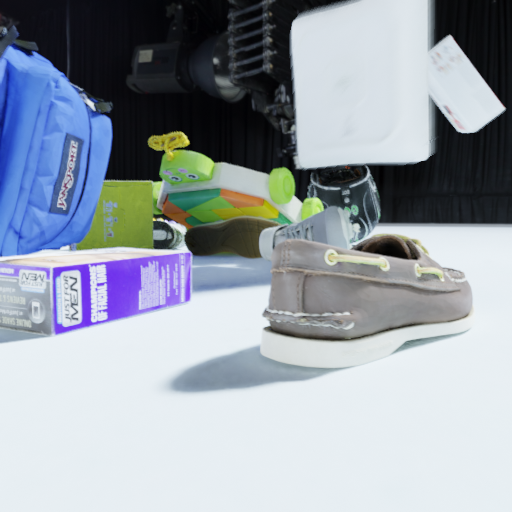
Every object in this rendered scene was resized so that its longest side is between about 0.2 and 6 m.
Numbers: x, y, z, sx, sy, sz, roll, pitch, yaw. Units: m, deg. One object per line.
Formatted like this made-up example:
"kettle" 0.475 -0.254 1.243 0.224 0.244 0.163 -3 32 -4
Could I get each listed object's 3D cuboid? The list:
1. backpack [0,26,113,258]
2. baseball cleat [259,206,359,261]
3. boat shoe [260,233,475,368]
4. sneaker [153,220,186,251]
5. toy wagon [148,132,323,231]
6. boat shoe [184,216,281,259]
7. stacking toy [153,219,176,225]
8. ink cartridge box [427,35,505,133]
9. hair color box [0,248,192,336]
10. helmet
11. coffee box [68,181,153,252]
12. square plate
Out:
"backpack" -4.303 -1.641 7.352 4.019 3.892 4.789 9 3 1
"baseball cleat" 0.778 -0.164 8.890 1.456 0.954 2.736 -7 -5 1
"boat shoe" 0.924 0.200 3.965 0.859 0.712 2.391 4 6 42
"sneaker" -2.737 -0.490 13.678 2.419 0.913 1.392 10 -1 22
"toy wagon" -0.700 -1.119 11.340 3.242 0.827 4.178 -2 -19 30
"boat shoe" -0.333 -0.399 11.026 2.287 0.834 0.720 -6 15 31
"stacking toy" -2.538 -0.948 19.294 3.192 0.750 2.407 1 4 1
"ink cartridge box" 4.099 -3.476 11.582 0.755 1.801 1.581 -38 4 14
"hair color box" -1.400 0.235 4.783 0.924 0.548 1.690 3 7 28
"helmet" 2.384 -1.306 15.299 2.157 2.056 2.157 -8 31 5
"coffee box" -2.879 -0.712 10.989 1.477 1.475 1.461 -2 5 -22
"square plate" 1.537 -2.776 9.065 0.370 2.577 2.601 -11 12 -43
